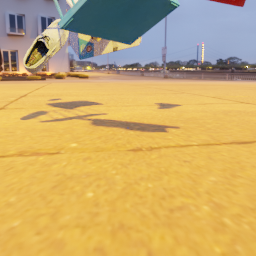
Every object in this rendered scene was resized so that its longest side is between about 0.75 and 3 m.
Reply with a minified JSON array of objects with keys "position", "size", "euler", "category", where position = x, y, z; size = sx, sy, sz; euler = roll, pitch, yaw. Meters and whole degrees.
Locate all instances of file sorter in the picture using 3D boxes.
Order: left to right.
[{"position":[-0.326,-2.928,5.941],"size":[1.584,1.400,2.283],"euler":[-30,-12,36],"category":"file sorter"}]

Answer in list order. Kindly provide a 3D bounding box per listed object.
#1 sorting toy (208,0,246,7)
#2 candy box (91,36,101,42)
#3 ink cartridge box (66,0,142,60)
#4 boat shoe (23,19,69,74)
[{"position":[1.933,-2.522,3.561],"size":[2.196,0.764,2.182],"euler":[19,-27,14],"category":"sorting toy"},{"position":[-0.693,-3.072,8.249],"size":[0.284,0.588,1.007],"euler":[32,58,18],"category":"candy box"},{"position":[-0.730,-3.443,9.293],"size":[2.332,1.686,0.982],"euler":[-19,54,-21],"category":"ink cartridge box"},{"position":[-2.057,-2.088,7.083],"size":[0.570,1.634,0.582],"euler":[36,-3,-7],"category":"boat shoe"}]
